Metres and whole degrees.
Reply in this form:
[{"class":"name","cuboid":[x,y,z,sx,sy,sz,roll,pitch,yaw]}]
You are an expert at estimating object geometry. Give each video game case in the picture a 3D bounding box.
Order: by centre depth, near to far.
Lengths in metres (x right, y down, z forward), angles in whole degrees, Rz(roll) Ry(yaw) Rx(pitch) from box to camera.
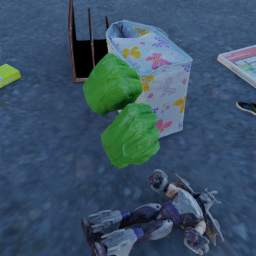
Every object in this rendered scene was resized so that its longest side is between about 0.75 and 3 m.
[{"class":"video game case","cuboid":[5.071,-2.154,10.297,2.122,0.259,2.968,-18,46,-18]}]

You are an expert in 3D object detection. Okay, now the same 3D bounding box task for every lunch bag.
[{"class":"lunch bag","cuboid":[0.413,-1.457,7.967,1.816,2.422,2.856,-20,46,-16]}]

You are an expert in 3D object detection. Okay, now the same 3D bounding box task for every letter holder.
[{"class":"letter holder","cuboid":[-1.349,-3.410,10.272,1.497,2.116,2.976,-5,43,-5]}]

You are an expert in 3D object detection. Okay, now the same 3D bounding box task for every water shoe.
[{"class":"water shoe","cuboid":[3.800,-0.684,8.683,0.845,0.334,0.302,30,51,28]}]

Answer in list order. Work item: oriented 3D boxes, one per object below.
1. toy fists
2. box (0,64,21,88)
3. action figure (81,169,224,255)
[{"class":"toy fists","cuboid":[-0.067,-0.325,4.651,0.660,0.978,1.918,-5,66,-41]},{"class":"box","cuboid":[-4.584,-1.735,9.799,0.834,0.326,1.368,29,50,27]},{"class":"action figure","cuboid":[0.647,1.799,5.588,2.973,1.031,1.934,-15,35,-21]}]
